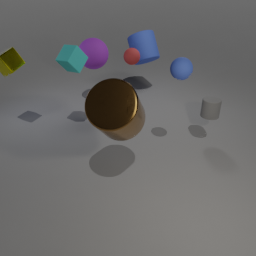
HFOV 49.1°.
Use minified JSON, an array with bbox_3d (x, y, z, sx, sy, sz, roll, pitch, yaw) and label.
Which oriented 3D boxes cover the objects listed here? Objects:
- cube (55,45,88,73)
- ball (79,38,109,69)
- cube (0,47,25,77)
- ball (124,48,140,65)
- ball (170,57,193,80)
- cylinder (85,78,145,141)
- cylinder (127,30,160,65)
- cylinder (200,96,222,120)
[{"bbox_3d":[-2.002,-2.472,10.011,0.700,0.700,0.700,16,74,36],"label":"cube"},{"bbox_3d":[-1.595,-3.409,12.853,1.400,1.400,1.400,0,31,0],"label":"ball"},{"bbox_3d":[-4.322,-2.381,10.138,0.700,0.700,0.700,-7,37,44],"label":"cube"},{"bbox_3d":[0.161,-3.014,11.799,0.700,0.700,0.700,0,31,0],"label":"ball"},{"bbox_3d":[1.657,-1.838,8.685,0.700,0.700,0.700,0,31,0],"label":"ball"},{"bbox_3d":[-0.303,-0.451,7.648,1.400,1.400,1.400,8,-11,13],"label":"cylinder"},{"bbox_3d":[0.808,-4.146,14.500,1.400,1.400,1.400,-15,4,1],"label":"cylinder"},{"bbox_3d":[3.121,-0.750,10.554,0.700,0.700,0.700,2,26,-1],"label":"cylinder"}]
